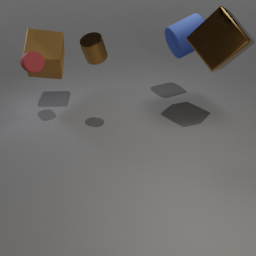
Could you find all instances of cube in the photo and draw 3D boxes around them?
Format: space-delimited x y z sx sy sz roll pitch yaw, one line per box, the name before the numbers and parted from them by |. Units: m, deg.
cube | 3.029 -2.855 9.123 1.400 1.400 1.400 54 32 6
cube | -3.391 -3.004 11.501 1.400 1.400 1.400 3 67 -9

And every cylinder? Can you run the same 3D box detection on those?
cylinder | -3.347 -2.302 9.794 0.700 0.700 0.700 -18 19 -26
cylinder | 2.493 -3.886 11.881 1.400 1.400 1.400 -28 36 -3
cylinder | -1.037 -2.415 8.527 0.700 0.700 0.700 -7 52 9
